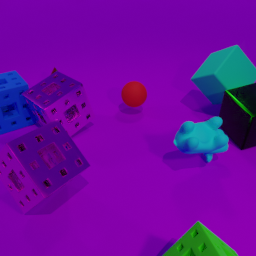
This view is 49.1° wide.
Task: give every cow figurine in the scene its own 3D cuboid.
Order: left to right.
[{"bbox_3d":[1.584,0.286,6.073,1.403,1.380,0.770,-6,69,-15],"label":"cow figurine"}]

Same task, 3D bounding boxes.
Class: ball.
[{"bbox_3d":[0.182,-0.991,8.225,0.771,0.771,0.771,0,33,0],"label":"ball"}]

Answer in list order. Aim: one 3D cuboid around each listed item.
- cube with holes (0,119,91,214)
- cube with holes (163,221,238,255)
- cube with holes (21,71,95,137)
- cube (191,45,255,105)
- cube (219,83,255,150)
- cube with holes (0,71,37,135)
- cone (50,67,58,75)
[{"bbox_3d":[-1.626,0.713,5.230,1.088,1.088,1.088,-33,86,-45],"label":"cube with holes"},{"bbox_3d":[1.027,1.928,3.591,0.818,0.818,0.818,-47,16,6],"label":"cube with holes"},{"bbox_3d":[-1.803,-0.579,7.389,1.157,1.157,1.157,-41,48,-24],"label":"cube with holes"},{"bbox_3d":[2.761,-1.466,8.020,1.129,1.129,1.129,-50,17,-12],"label":"cube"},{"bbox_3d":[3.127,-0.328,7.078,1.126,1.126,1.126,-15,43,-13],"label":"cube"},{"bbox_3d":[-3.437,-0.718,7.802,1.210,1.210,1.210,-21,38,-27],"label":"cube with holes"},{"bbox_3d":[-2.643,-1.493,9.733,0.900,0.896,0.896,-38,42,-6],"label":"cone"}]
